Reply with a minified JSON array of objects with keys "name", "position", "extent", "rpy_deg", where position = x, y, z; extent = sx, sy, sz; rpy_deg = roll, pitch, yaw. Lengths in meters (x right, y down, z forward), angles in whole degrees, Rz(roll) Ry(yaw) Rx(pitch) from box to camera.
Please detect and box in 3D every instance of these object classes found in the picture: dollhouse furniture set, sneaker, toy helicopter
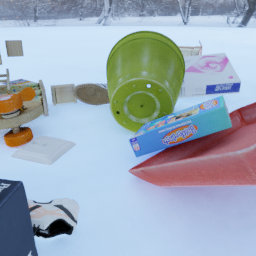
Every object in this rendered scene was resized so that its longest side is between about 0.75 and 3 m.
[{"name":"dollhouse furniture set","position":[-2.618,-1.457,7.708],"extent":[2.406,2.128,1.338],"rpy_deg":[-9,26,-18]},{"name":"sneaker","position":[-1.244,1.219,3.686],"extent":[1.207,0.445,0.483],"rpy_deg":[-5,26,-10]},{"name":"sneaker","position":[-0.784,-1.220,8.949],"extent":[1.943,0.681,1.054],"rpy_deg":[1,27,-15]},{"name":"toy helicopter","position":[-3.269,-0.332,6.651],"extent":[2.607,1.028,1.724],"rpy_deg":[-5,26,9]}]

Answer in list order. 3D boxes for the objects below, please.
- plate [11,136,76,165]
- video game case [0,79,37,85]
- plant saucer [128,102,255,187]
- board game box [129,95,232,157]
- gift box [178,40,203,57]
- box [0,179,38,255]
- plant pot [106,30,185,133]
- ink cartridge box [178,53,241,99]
[{"name":"plate","position":[-1.756,0.412,5.887],"extent":[0.989,0.160,0.986],"rpy_deg":[8,25,20]},{"name":"video game case","position":[-4.081,-1.653,10.684],"extent":[1.313,0.115,0.938],"rpy_deg":[18,29,34]},{"name":"plant saucer","position":[1.769,0.098,4.152],"extent":[2.931,0.538,2.925],"rpy_deg":[-27,-1,-24]},{"name":"board game box","position":[1.042,-0.060,5.437],"extent":[1.780,0.400,1.354],"rpy_deg":[-21,7,22]},{"name":"gift box","position":[2.371,-2.737,11.418],"extent":[1.489,1.594,1.471],"rpy_deg":[9,30,17]},{"name":"box","position":[-2.255,1.289,2.624],"extent":[2.139,1.145,1.587],"rpy_deg":[4,24,9]},{"name":"plant pot","position":[0.387,-1.041,7.062],"extent":[2.247,2.247,2.163],"rpy_deg":[2,33,5]},{"name":"ink cartridge box","position":[2.092,-1.931,9.325],"extent":[2.526,0.557,2.573],"rpy_deg":[-5,42,3]}]
